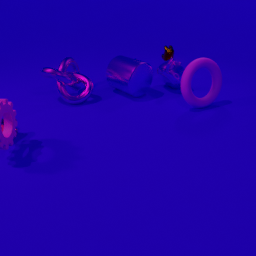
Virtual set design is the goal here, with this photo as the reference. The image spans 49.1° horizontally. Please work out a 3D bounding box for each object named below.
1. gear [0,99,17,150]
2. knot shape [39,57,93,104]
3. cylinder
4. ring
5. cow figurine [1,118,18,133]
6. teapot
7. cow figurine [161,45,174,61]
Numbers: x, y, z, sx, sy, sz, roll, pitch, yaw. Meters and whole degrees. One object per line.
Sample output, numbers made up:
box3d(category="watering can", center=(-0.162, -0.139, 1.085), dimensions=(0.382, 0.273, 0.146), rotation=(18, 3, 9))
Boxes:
box3d(category="gear", center=(-2.991, -0.085, 6.686), dimensions=(0.221, 1.193, 1.193), rotation=(1, 30, 1))
box3d(category="knot shape", center=(-2.148, -1.698, 9.529), dimensions=(1.706, 0.843, 1.823), rotation=(13, 43, -38))
box3d(category="cylinder", center=(0.048, -1.872, 10.053), dimensions=(1.234, 1.234, 1.234), rotation=(-27, 40, -37))
box3d(category="ring", center=(2.378, -1.438, 9.003), dimensions=(1.594, 1.594, 0.319), rotation=(-14, 18, -23))
box3d(category="cow figurine", center=(-3.771, 0.056, 7.371), dimensions=(1.318, 0.724, 1.297), rotation=(15, 30, 18))
box3d(category="teapot", center=(1.695, -2.053, 10.467), dimensions=(1.130, 1.817, 0.890), rotation=(37, 87, 22))
box3d(category="cow figurine", center=(1.813, -3.001, 12.209), dimensions=(0.536, 0.977, 0.961), rotation=(-9, 52, -15))
